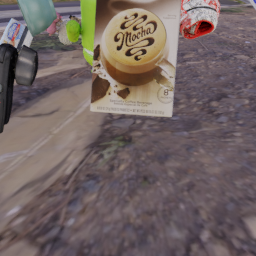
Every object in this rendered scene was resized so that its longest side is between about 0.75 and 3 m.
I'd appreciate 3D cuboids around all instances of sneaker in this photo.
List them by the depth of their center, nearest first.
[{"bbox_3d":[1.237,-2.871,7.115,2.100,0.701,1.125,5,66,14],"label":"sneaker"}]

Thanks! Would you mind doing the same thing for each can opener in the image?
[{"bbox_3d":[-2.067,-0.583,4.666,0.733,1.865,0.591,28,35,-6],"label":"can opener"}]

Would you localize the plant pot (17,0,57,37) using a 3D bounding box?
[{"bbox_3d":[-1.995,-2.621,6.182,0.688,1.027,1.027,-23,34,-13],"label":"plant pot"}]

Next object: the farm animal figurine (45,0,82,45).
[{"bbox_3d":[-1.403,-3.838,9.225,1.287,2.559,2.067,33,9,15],"label":"farm animal figurine"}]

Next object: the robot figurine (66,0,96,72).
[{"bbox_3d":[-0.541,-2.935,8.207,2.468,2.813,1.628,-2,36,-9],"label":"robot figurine"}]

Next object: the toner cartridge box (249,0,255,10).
[{"bbox_3d":[3.507,-3.976,7.953,0.940,0.427,1.979,-9,67,-51],"label":"toner cartridge box"}]

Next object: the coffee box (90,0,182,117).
[{"bbox_3d":[0.169,-1.442,4.742,1.358,2.403,0.959,4,6,8],"label":"coffee box"}]

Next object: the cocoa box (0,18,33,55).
[{"bbox_3d":[-3.438,-2.525,8.465,0.759,1.157,0.772,25,-25,-30],"label":"cocoa box"}]
